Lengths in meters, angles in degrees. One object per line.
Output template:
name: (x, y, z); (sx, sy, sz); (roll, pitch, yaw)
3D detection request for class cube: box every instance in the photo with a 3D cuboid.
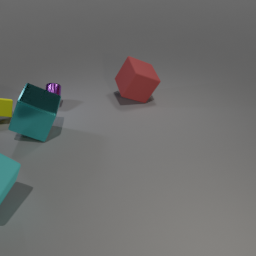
cube: (-3.517, -0.599, 10.674); (1.400, 1.400, 1.400); (21, 32, -18)
cube: (0.420, -2.255, 13.174); (1.400, 1.400, 1.400); (12, 40, -31)
cube: (-3.826, 1.394, 7.218); (1.400, 1.400, 1.400); (30, 54, -10)
cube: (-5.223, -0.861, 11.690); (0.700, 0.700, 0.700); (4, 7, -26)

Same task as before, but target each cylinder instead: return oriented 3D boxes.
cylinder: (-3.433, -1.611, 12.831); (0.700, 0.700, 0.700); (0, 76, 1)
